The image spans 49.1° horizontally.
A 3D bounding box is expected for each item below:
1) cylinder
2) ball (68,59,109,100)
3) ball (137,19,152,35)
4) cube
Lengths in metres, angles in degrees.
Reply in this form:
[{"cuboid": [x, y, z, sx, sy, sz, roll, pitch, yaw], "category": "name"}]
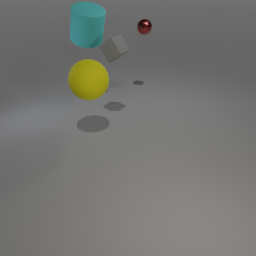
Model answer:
[{"cuboid": [-1.710, -4.335, 11.785, 1.400, 1.400, 1.400, 7, 45, -7], "category": "cylinder"}, {"cuboid": [-1.365, -1.664, 9.713, 1.400, 1.400, 1.400, 0, 29, 0], "category": "ball"}, {"cuboid": [0.777, -4.756, 13.186, 0.700, 0.700, 0.700, 0, 29, 0], "category": "ball"}, {"cuboid": [-0.502, -2.990, 10.544, 0.700, 0.700, 0.700, -26, 10, 41], "category": "cube"}]
